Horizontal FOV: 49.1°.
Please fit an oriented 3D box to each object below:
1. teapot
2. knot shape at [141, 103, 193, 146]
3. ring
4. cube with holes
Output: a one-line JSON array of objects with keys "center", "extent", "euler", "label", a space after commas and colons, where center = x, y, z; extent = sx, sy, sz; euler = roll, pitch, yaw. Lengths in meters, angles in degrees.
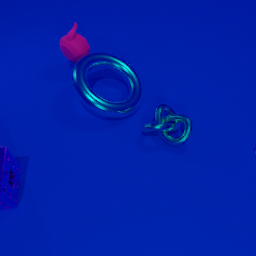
[{"center": [-1.459, -2.327, 7.933], "extent": [0.891, 1.433, 0.701], "euler": [35, 72, 18], "label": "teapot"}, {"center": [1.015, -0.052, 6.720], "extent": [1.116, 0.551, 1.192], "euler": [31, 49, 30], "label": "knot shape"}, {"center": [-0.504, -1.163, 7.382], "extent": [2.014, 0.403, 2.014], "euler": [14, 56, -21], "label": "ring"}, {"center": [-2.751, 1.031, 5.466], "extent": [0.944, 0.944, 0.944], "euler": [-4, 60, -5], "label": "cube with holes"}]
